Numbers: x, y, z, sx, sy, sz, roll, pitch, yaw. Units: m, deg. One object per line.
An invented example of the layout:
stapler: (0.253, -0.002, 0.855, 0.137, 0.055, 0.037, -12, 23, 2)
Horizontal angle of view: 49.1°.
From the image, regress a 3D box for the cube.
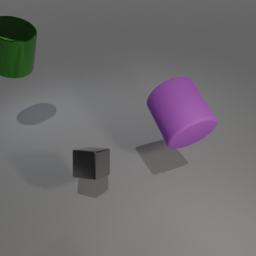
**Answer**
cube: (-0.931, 0.890, 7.165, 0.700, 0.700, 0.700, 2, 4, 27)

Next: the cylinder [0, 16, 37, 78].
cylinder: (-3.647, -2.532, 8.812, 1.400, 1.400, 1.400, 13, 45, -13)

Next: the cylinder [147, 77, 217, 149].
cylinder: (1.396, -0.386, 7.415, 1.400, 1.400, 1.400, -14, 62, -20)
